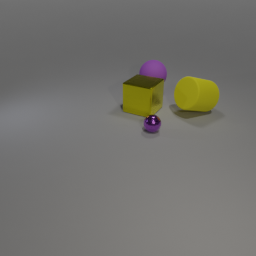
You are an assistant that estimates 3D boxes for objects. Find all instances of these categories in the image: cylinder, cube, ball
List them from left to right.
[{"bbox_3d":[0.693,-1.471,12.607,1.400,1.400,1.400,15,32,25],"label":"cube"},{"bbox_3d":[0.957,-0.178,10.985,0.700,0.700,0.700,0,29,0],"label":"ball"},{"bbox_3d":[1.269,-2.734,14.196,1.400,1.400,1.400,0,29,0],"label":"ball"},{"bbox_3d":[2.964,-1.444,12.134,1.400,1.400,1.400,2,23,-37],"label":"cylinder"}]
